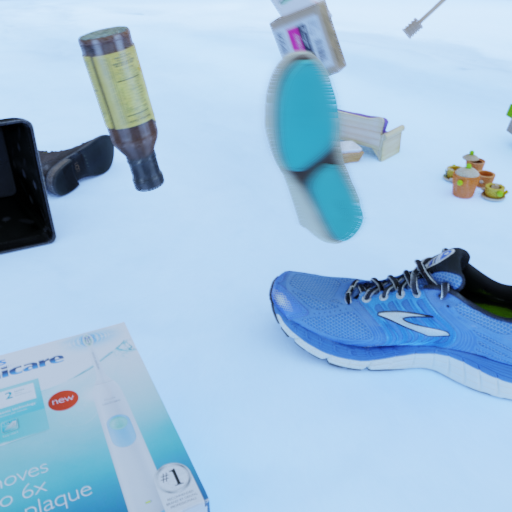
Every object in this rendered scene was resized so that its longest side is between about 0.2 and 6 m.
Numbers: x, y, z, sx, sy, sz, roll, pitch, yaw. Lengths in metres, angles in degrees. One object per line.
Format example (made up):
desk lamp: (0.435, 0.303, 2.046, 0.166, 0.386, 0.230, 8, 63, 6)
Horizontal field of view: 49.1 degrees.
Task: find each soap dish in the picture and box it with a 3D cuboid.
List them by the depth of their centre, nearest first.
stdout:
soap dish: (1.874, -2.280, 12.386, 0.820, 0.333, 0.645, -9, 32, -13)

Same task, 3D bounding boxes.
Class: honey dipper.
honey dipper: (3.043, -4.204, 9.523, 1.211, 0.230, 0.230, -38, 19, 26)

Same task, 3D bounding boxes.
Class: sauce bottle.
sauce bottle: (-1.512, -1.667, 6.576, 0.608, 1.878, 0.608, -7, 33, 5)

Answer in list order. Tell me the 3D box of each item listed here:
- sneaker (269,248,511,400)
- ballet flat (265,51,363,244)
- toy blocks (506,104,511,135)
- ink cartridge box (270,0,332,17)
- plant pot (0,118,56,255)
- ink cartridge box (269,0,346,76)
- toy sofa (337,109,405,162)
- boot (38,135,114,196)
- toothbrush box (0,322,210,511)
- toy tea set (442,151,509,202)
sneaker: (1.833, 0.498, 6.511, 3.408, 1.519, 1.339, 8, 31, 14)
ballet flat: (0.410, -0.896, 4.909, 0.694, 1.999, 0.694, -12, 44, 12)
toy blocks: (6.796, -2.664, 12.536, 1.557, 1.138, 2.277, 7, 30, -11)
ink cartridge box: (0.585, -4.373, 9.256, 0.558, 1.328, 0.962, -33, -2, 29)
plant pot: (-4.605, -1.215, 9.037, 2.038, 2.033, 1.808, -15, 29, -24)
ink cartridge box: (0.657, -2.670, 7.081, 0.705, 0.855, 0.321, -8, 29, 34)
toy sofa: (2.315, -2.944, 12.884, 2.027, 0.989, 0.840, 24, 38, 36)
boot: (-4.277, -2.026, 11.499, 2.014, 0.801, 2.313, 13, 35, 20)
toothbrush box: (-1.603, 1.798, 4.790, 1.753, 1.021, 2.394, -13, 32, -22)
toy tea set: (4.280, -1.685, 11.063, 1.039, 0.647, 1.748, 1, 31, 2)
